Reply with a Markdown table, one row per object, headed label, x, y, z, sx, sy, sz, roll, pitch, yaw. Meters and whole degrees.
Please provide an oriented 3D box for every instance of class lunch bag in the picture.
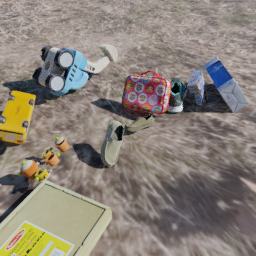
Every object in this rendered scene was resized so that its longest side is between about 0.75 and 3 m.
| label | x | y | z | sx | sy | sz | roll | pitch | yaw |
| --- | --- | --- | --- | --- | --- | --- | --- | --- | --- |
| lunch bag | 0.614 | -1.223 | 9.298 | 1.563 | 1.377 | 0.641 | 13 | 8 | 25 |

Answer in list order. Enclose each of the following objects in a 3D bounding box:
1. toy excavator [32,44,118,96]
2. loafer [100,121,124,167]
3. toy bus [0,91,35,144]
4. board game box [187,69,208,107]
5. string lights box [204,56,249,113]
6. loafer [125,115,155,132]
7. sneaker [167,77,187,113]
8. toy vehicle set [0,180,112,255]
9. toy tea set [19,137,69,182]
| label | x | y | z | sx | sy | sz | roll | pitch | yaw |
| --- | --- | --- | --- | --- | --- | --- | --- | --- | --- |
| toy excavator | -1.864 | -2.333 | 10.727 | 1.360 | 2.647 | 2.723 | 25 | 4 | 42 |
| loafer | -0.399 | 0.407 | 7.475 | 0.476 | 1.259 | 0.430 | 13 | -9 | -33 |
| toy bus | -3.324 | -0.314 | 8.397 | 0.755 | 0.909 | 2.321 | 12 | 32 | -18 |
| board game box | 2.363 | -1.326 | 9.575 | 0.348 | 1.129 | 1.128 | -7 | 19 | 30 |
| string lights box | 3.461 | -1.606 | 10.039 | 0.618 | 1.077 | 2.095 | -33 | 32 | 20 |
| loafer | 0.361 | -0.166 | 8.748 | 1.061 | 0.358 | 0.403 | -18 | 24 | -31 |
| sneaker | 1.733 | -1.358 | 9.882 | 0.693 | 0.815 | 1.786 | 1 | 43 | 10 |
| toy vehicle set | -1.831 | 2.412 | 5.424 | 1.841 | 0.393 | 2.963 | 17 | 41 | 21 |
| toy tea set | -2.100 | 0.715 | 6.997 | 0.831 | 0.517 | 1.397 | -10 | 35 | 35 |
